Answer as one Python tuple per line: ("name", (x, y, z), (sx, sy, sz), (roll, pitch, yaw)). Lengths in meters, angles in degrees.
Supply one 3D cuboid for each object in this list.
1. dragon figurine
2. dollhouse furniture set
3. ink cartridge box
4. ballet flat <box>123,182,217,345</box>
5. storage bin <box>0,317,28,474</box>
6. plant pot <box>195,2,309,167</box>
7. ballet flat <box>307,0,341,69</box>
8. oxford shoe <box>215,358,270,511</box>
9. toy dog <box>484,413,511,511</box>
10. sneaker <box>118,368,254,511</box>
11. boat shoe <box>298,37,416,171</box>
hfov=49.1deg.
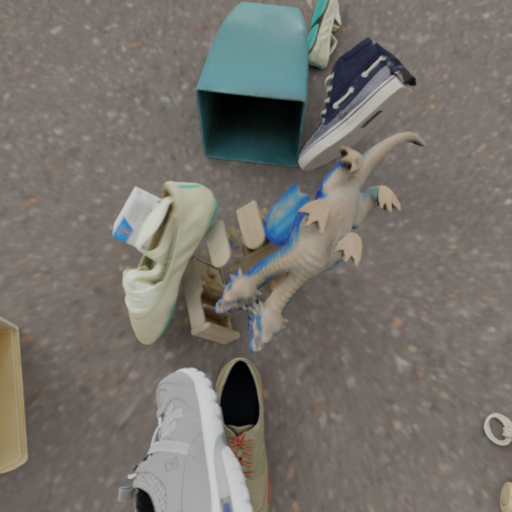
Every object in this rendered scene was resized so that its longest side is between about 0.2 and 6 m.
("dragon figurine", (0.860, -0.457, 7.689), (1.130, 1.909, 3.840), (41, 58, -10))
("dollhouse furniture set", (-0.129, 0.370, 8.923), (1.975, 1.731, 1.312), (-29, 59, 22))
("ink cartridge box", (-1.629, -0.480, 8.986), (1.087, 0.458, 0.793), (27, 110, -23))
("ballet flat", (-1.528, 0.117, 8.484), (0.955, 0.955, 2.749), (27, 104, 11))
("storage bin", (-4.346, 1.956, 7.969), (1.130, 2.412, 2.394), (-13, 68, -4))
("plant pot", (0.060, -3.353, 10.528), (1.851, 1.850, 2.619), (7, 63, 3))
("ballet flat", (1.447, -4.757, 11.791), (0.612, 0.663, 1.964), (24, 71, -20))
("oxford shoe", (-0.317, 2.909, 8.297), (1.001, 1.062, 2.841), (-4, 68, -2))
("toy dog", (4.228, 3.135, 8.303), (1.209, 0.883, 1.833), (-2, 68, -1))
("sneaker", (-1.003, 2.454, 6.746), (1.412, 3.445, 1.287), (-13, 107, -12))
("boat shoe", (1.487, -2.605, 9.696), (2.450, 0.915, 1.136), (-38, 76, 29))
